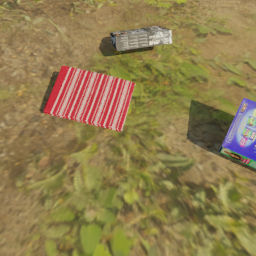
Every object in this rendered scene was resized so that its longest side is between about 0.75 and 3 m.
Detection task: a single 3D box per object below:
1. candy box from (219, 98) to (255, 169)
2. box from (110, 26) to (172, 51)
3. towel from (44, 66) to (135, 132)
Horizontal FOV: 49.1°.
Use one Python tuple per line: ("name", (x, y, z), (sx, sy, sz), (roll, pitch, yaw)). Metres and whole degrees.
("candy box", (3.508, 0.282, 7.195), (1.779, 0.685, 1.504), (25, 79, 19))
("box", (0.429, -3.279, 10.152), (1.967, 0.490, 1.551), (-10, 26, -8))
("towel", (-1.131, -0.904, 8.337), (2.398, 0.270, 1.734), (14, 67, 4))
